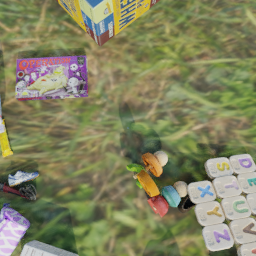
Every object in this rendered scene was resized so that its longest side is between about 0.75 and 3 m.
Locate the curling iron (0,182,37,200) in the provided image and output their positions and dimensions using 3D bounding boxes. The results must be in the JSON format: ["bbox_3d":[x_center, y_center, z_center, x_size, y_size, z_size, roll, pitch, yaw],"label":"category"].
[{"bbox_3d":[-3.468,1.624,7.952,1.933,0.247,0.479,15,114,7],"label":"curling iron"}]

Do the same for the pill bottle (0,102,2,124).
[{"bbox_3d":[-4.239,-1.072,7.880,1.149,1.149,2.112,-11,75,-3],"label":"pill bottle"}]

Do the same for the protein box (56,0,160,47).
[{"bbox_3d":[-0.746,-4.780,8.619,2.892,1.951,2.871,-40,80,-9],"label":"protein box"}]

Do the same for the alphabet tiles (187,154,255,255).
[{"bbox_3d":[3.120,2.033,7.306,2.860,0.213,2.924,-6,55,-11],"label":"alphabet tiles"}]

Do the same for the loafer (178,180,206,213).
[{"bbox_3d":[1.897,1.943,7.816,0.425,0.416,1.165,43,81,9],"label":"loafer"}]

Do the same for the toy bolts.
[{"bbox_3d":[0.951,1.440,7.496,1.143,1.575,1.649,-32,96,-12],"label":"toy bolts"}]

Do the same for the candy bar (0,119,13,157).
[{"bbox_3d":[-3.715,0.269,8.364,0.296,0.132,1.189,-17,77,-8],"label":"candy bar"}]

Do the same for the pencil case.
[{"bbox_3d":[-3.517,3.139,7.270,0.920,0.937,2.192,32,79,8],"label":"pencil case"}]

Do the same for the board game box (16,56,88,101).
[{"bbox_3d":[-2.354,-1.557,8.724,2.186,0.353,1.312,-4,73,-1],"label":"board game box"}]

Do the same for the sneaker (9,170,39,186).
[{"bbox_3d":[-3.005,1.365,8.005,0.862,0.324,0.380,-18,78,-5],"label":"sneaker"}]

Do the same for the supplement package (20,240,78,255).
[{"bbox_3d":[-2.089,3.531,7.253,1.321,0.773,0.775,17,77,4],"label":"supplement package"}]
